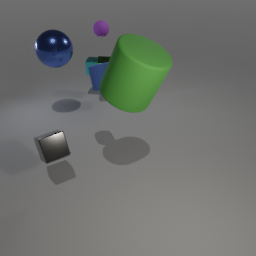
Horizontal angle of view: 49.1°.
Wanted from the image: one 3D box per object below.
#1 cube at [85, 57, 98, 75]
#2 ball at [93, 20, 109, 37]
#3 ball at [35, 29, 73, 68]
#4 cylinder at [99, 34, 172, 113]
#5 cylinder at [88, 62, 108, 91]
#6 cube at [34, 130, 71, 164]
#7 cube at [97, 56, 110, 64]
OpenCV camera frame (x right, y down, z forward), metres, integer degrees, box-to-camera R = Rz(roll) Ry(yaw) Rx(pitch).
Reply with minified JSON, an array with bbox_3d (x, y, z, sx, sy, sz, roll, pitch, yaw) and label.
[{"bbox_3d":[-1.645,-3.013,13.650,0.700,0.700,0.700,5,33,6],"label":"cube"},{"bbox_3d":[-1.171,-4.336,12.239,0.700,0.700,0.700,0,30,0],"label":"ball"},{"bbox_3d":[-2.789,-2.991,10.604,1.400,1.400,1.400,0,30,0],"label":"ball"},{"bbox_3d":[0.161,-1.337,6.922,1.400,1.400,1.400,16,41,-15],"label":"cylinder"},{"bbox_3d":[-0.738,-1.495,8.094,0.700,0.700,0.700,-11,15,3],"label":"cylinder"},{"bbox_3d":[-2.084,0.500,7.677,0.700,0.700,0.700,-21,12,-26],"label":"cube"},{"bbox_3d":[-1.009,-2.736,12.550,0.700,0.700,0.700,1,41,-4],"label":"cube"}]
